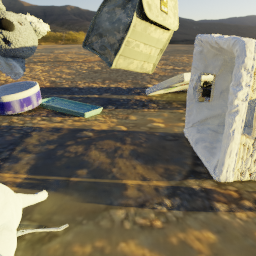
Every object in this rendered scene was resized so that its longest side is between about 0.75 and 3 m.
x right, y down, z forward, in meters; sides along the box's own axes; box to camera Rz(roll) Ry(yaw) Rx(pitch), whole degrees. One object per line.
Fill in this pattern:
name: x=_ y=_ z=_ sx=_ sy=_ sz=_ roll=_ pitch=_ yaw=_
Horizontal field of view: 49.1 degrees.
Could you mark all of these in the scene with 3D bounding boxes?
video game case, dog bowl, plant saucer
video game case: x=2.403 y=-1.827 z=11.281 sx=2.456 sy=0.320 sz=2.698 roll=-10 pitch=-1 yaw=-26
dog bowl: x=-3.924 y=-1.085 z=9.804 sx=1.678 sy=0.661 sz=1.678 roll=-6 pitch=26 yaw=3
plant saucer: x=-2.100 y=-0.742 z=9.844 sx=2.532 sy=0.240 sz=0.885 roll=13 pitch=24 yaw=34

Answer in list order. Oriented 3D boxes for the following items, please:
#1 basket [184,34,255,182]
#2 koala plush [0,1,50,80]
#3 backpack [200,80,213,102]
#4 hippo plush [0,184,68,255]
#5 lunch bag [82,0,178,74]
basket: x=2.586 y=-0.558 z=5.903 sx=2.124 sy=2.617 sz=2.641 roll=2 pitch=20 yaw=-2
koala plush: x=-2.954 y=-2.252 z=6.214 sx=2.111 sy=1.872 sz=1.940 roll=26 pitch=-13 yaw=-22
backpack: x=3.380 y=-1.297 z=10.442 sx=1.130 sy=0.871 sz=1.077 roll=22 pitch=35 yaw=31
hippo plush: x=-1.970 y=0.729 z=3.050 sx=2.617 sy=2.104 sz=2.084 roll=-12 pitch=23 yaw=-30
lunch bag: x=0.357 y=-3.408 z=8.930 sx=1.748 sy=2.973 sz=2.438 roll=39 pitch=24 yaw=25
